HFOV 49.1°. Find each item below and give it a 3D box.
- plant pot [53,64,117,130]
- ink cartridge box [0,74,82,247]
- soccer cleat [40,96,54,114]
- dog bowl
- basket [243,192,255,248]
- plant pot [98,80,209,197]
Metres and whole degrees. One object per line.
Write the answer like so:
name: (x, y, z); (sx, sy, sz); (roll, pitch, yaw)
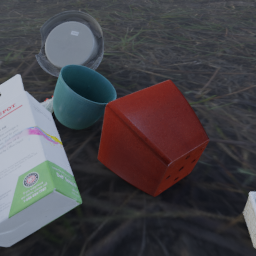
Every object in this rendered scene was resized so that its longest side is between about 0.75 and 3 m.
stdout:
plant pot: (-1.256, -0.702, 7.379); (1.534, 1.231, 1.534); (23, 34, -17)
ink cartridge box: (-2.046, 0.462, 5.052); (1.577, 0.906, 2.692); (-31, 56, 4)
soccer cleat: (-2.392, -0.503, 8.093); (0.549, 0.615, 1.585); (-29, -2, 41)
dog bowl: (-2.009, -2.863, 10.012); (2.509, 0.736, 2.509); (-1, 79, 7)
basket: (2.566, 1.617, 4.906); (0.815, 0.656, 0.808); (-1, 42, 3)
plant pot: (0.604, 0.322, 5.945); (1.787, 1.789, 1.577); (-25, 56, -32)
